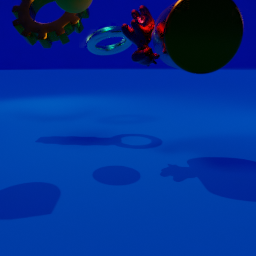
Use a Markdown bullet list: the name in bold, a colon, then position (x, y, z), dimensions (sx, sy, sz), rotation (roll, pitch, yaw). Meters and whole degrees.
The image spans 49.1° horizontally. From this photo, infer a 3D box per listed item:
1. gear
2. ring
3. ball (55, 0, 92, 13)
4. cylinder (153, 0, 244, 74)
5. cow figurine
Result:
- **gear**: position (-2.009, -3.022, 7.289), dimensions (1.966, 1.966, 0.364), rotation (2, -19, 10)
- **ring**: position (-0.450, -2.205, 7.143), dimensions (1.237, 0.247, 1.237), rotation (-12, -8, -2)
- **ball**: position (-1.029, -2.571, 5.241), dimensions (0.780, 0.780, 0.780), rotation (0, 13, 0)
- **cylinder**: position (1.175, -1.680, 5.055), dimensions (1.300, 1.300, 1.300), rotation (-1, 16, -4)
- **cow figurine**: position (0.299, -1.668, 5.232), dimensions (0.507, 0.908, 0.923), rotation (-5, 50, 47)
